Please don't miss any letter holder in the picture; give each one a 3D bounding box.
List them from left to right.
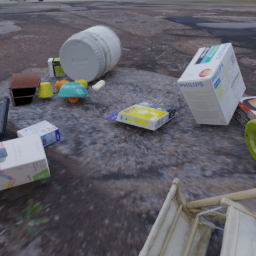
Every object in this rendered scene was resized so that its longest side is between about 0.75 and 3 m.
[{"bbox_3d":[-4.151,-1.635,11.576,1.168,0.826,1.643,-8,32,-12],"label":"letter holder"}]

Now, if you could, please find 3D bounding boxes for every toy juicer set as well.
[{"bbox_3d":[-2.046,-1.509,11.529,2.978,0.810,1.895,5,17,25],"label":"toy juicer set"}]

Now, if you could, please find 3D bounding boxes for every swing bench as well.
[{"bbox_3d":[1.540,2.050,4.695,2.183,1.416,2.171,-5,25,32],"label":"swing bench"}]

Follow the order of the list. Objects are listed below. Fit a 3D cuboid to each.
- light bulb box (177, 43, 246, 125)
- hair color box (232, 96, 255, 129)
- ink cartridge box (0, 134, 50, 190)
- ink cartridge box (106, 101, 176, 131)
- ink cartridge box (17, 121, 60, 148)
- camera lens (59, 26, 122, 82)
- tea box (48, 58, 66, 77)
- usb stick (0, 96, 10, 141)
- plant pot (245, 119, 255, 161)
[{"bbox_3d":[2.855,-1.434,9.377,1.203,1.928,1.911,3,48,44],"label":"light bulb box"},{"bbox_3d":[5.223,-0.517,9.692,2.672,0.818,1.356,-6,32,-8],"label":"hair color box"},{"bbox_3d":[-3.037,0.945,6.614,2.151,1.260,0.724,-14,64,-16],"label":"ink cartridge box"},{"bbox_3d":[0.482,-0.534,9.876,1.870,0.439,1.848,17,25,24],"label":"ink cartridge box"},{"bbox_3d":[-2.712,0.205,8.821,0.817,0.457,1.198,26,41,37],"label":"ink cartridge box"},{"bbox_3d":[-1.703,-3.578,13.493,2.232,2.232,2.791,10,32,17],"label":"camera lens"},{"bbox_3d":[-3.493,-3.019,13.938,0.806,0.820,0.548,-3,31,-5],"label":"tea box"},{"bbox_3d":[-4.164,-0.317,9.116,0.560,0.329,2.020,-31,42,12],"label":"usb stick"},{"bbox_3d":[4.434,0.184,7.673,1.971,2.047,2.047,-15,32,-2],"label":"plant pot"}]
